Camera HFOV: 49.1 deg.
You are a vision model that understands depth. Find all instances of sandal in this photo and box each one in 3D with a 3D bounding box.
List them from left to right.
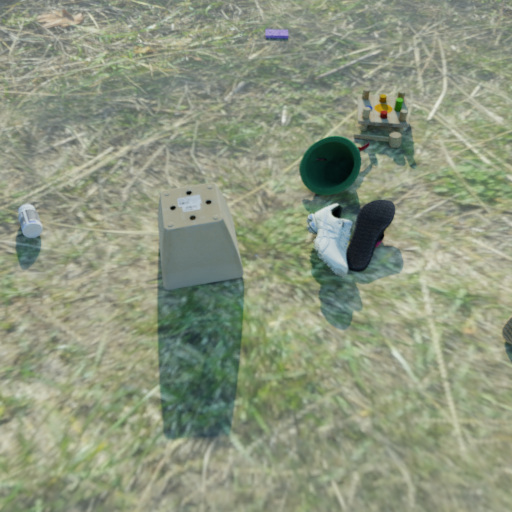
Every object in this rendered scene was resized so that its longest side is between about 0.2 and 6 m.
[{"bbox_3d":[2.421,-0.429,12.152,0.741,0.444,1.972,19,64,24],"label":"sandal"}]

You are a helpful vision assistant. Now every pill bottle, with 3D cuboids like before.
[{"bbox_3d":[-5.018,-0.782,12.406,0.424,0.424,0.744,-19,50,-17],"label":"pill bottle"}]

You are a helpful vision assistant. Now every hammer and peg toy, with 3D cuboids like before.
[{"bbox_3d":[3.356,-3.738,14.966,1.410,0.676,1.917,6,47,5],"label":"hammer and peg toy"}]

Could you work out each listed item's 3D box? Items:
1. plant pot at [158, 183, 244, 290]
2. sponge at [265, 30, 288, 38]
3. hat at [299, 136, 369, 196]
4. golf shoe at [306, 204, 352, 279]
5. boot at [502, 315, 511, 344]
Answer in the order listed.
[{"bbox_3d":[-1.229,-0.511,11.347,1.660,1.471,1.662,-10,51,-4],"label":"plant pot"},{"bbox_3d":[0.697,-7.447,18.788,0.755,0.113,0.421,2,47,2],"label":"sponge"},{"bbox_3d":[2.076,-2.079,13.761,1.716,1.510,1.421,-22,75,17],"label":"hat"},{"bbox_3d":[1.646,-0.387,11.635,0.880,0.709,1.810,-36,46,22],"label":"golf shoe"},{"bbox_3d":[5.692,1.087,10.359,1.626,1.954,0.707,4,56,-47],"label":"boot"}]
